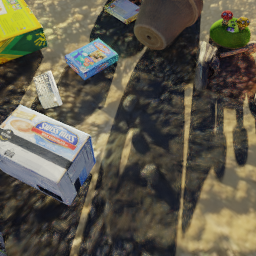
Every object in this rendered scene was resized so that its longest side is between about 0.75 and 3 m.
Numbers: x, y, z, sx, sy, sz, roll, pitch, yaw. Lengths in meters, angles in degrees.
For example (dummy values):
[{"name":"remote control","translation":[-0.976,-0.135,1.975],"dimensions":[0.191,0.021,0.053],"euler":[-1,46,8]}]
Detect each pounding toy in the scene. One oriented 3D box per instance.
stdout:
[{"name":"pounding toy","translation":[3.362,-3.105,8.804],"dimensions":[1.317,0.792,1.706],"euler":[-5,56,-3]}]

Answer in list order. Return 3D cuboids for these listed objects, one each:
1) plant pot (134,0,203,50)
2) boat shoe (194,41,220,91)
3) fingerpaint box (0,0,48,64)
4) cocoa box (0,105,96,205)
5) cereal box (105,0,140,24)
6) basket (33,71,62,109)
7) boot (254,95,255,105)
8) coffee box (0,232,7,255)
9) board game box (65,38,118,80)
[{"name":"plant pot","translation":[1.023,-3.401,8.534],"dimensions":[1.956,1.956,1.706],"euler":[27,78,17]},{"name":"boat shoe","translation":[2.299,-1.806,8.015],"dimensions":[0.666,0.677,1.818],"euler":[10,58,6]},{"name":"fingerpaint box","translation":[-3.825,-3.132,8.814],"dimensions":[1.813,0.797,2.173],"euler":[-27,60,-18]},{"name":"cocoa box","translation":[-1.807,0.574,6.058],"dimensions":[1.861,1.241,1.221],"euler":[22,59,14]},{"name":"cereal box","translation":[-0.140,-4.143,9.839],"dimensions":[0.831,0.228,1.154],"euler":[-38,64,-22]},{"name":"basket","translation":[-2.163,-1.007,7.536],"dimensions":[0.521,0.572,0.844],"euler":[-20,58,-11]},{"name":"boot","translation":[4.029,-1.467,7.589],"dimensions":[0.714,1.020,1.902],"euler":[19,57,14]},{"name":"coffee box","translation":[-2.630,2.769,4.924],"dimensions":[0.972,0.687,1.720],"euler":[-23,59,-15]},{"name":"board game box","translation":[-1.084,-2.092,8.425],"dimensions":[1.286,0.289,0.978],"euler":[-35,63,-21]}]
